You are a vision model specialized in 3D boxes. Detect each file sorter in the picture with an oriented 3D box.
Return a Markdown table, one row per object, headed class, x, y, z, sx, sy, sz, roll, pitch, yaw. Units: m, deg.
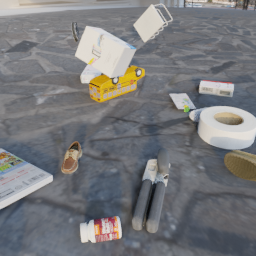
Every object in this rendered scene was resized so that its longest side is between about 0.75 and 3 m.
| class | x | y | z | sx | sy | sz | roll | pitch | yaw |
| --- | --- | --- | --- | --- | --- | --- | --- | --- | --- |
| file sorter | 1.200 | -4.970 | 13.239 | 0.908 | 1.012 | 1.458 | -32 | 0 | -40 |

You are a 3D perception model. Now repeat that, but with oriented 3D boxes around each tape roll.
| class | x | y | z | sx | sy | sz | roll | pitch | yaw |
| --- | --- | --- | --- | --- | --- | --- | --- | --- | --- |
| tape roll | 3.662 | -0.061 | 10.352 | 2.059 | 0.720 | 2.059 | 0 | 30 | 0 |

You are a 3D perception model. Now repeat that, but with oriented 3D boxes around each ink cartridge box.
| class | x | y | z | sx | sy | sz | roll | pitch | yaw |
| --- | --- | --- | --- | --- | --- | --- | --- | --- | --- |
| ink cartridge box | -1.353 | -3.044 | 15.747 | 2.256 | 0.644 | 1.834 | -1 | 30 | 6 |
| ink cartridge box | -0.851 | -2.894 | 10.688 | 1.718 | 1.243 | 1.265 | 33 | 23 | 12 |
| ink cartridge box | 4.571 | -2.245 | 14.423 | 1.611 | 0.565 | 1.982 | 9 | 35 | 16 |

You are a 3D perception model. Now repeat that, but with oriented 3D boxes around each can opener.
| class | x | y | z | sx | sy | sz | roll | pitch | yaw |
| --- | --- | --- | --- | --- | --- | --- | --- | --- | --- |
| can opener | 0.676 | 1.488 | 7.503 | 0.703 | 0.881 | 2.635 | 7 | 31 | 12 |

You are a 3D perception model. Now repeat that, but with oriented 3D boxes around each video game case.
| class | x | y | z | sx | sy | sz | roll | pitch | yaw |
| --- | --- | --- | --- | --- | --- | --- | --- | --- | --- |
| video game case | -3.717 | 1.355 | 8.133 | 2.497 | 0.225 | 1.788 | 19 | 26 | 29 |

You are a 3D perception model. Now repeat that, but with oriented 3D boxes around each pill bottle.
| class | x | y | z | sx | sy | sz | roll | pitch | yaw |
| --- | --- | --- | --- | --- | --- | --- | --- | --- | --- |
| pill bottle | -0.625 | 2.339 | 6.425 | 0.902 | 0.494 | 0.494 | -6 | 30 | -9 |

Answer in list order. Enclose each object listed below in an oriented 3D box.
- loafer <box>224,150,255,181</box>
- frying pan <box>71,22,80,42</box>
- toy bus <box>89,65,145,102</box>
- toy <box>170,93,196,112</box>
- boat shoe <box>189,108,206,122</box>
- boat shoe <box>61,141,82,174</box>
| class | x | y | z | sx | sy | sz | roll | pitch | yaw |
| --- | --- | --- | --- | --- | --- | --- | --- | --- | --- |
| loafer | 3.845 | 1.171 | 8.280 | 1.985 | 0.755 | 0.670 | 23 | 35 | 17 |
| frying pan | -2.205 | -4.135 | 12.033 | 0.223 | 0.828 | 1.368 | -7 | 20 | 5 |
| toy bus | -0.471 | -2.247 | 13.729 | 2.884 | 1.129 | 0.939 | -25 | 37 | -36 |
| toy | 2.417 | -1.116 | 12.590 | 0.801 | 0.328 | 1.391 | -2 | 31 | -9 |
| boat shoe | 3.136 | -0.568 | 11.525 | 1.488 | 0.547 | 0.486 | 1 | 24 | -19 |
| boat shoe | -1.804 | 0.909 | 8.897 | 0.522 | 0.495 | 1.378 | 1 | 30 | 2 |
